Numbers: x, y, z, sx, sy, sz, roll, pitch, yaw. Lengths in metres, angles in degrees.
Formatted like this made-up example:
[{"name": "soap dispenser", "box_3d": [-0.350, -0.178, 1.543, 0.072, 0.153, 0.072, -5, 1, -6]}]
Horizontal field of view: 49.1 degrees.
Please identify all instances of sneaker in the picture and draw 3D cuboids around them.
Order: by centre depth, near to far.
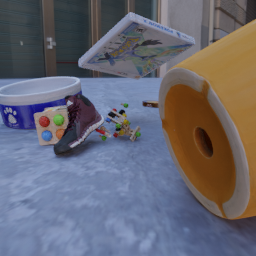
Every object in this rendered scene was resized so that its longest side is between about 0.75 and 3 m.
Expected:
[{"name": "sneaker", "box_3d": [-1.225, -0.179, 6.030, 0.636, 0.971, 1.681, -20, 16, 30]}]

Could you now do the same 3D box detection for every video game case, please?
[{"name": "video game case", "box_3d": [0.206, -2.222, 8.285, 2.397, 0.289, 2.629, 4, -18, -38]}]

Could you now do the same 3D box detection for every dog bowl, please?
[{"name": "dog bowl", "box_3d": [-2.723, -0.880, 8.882, 2.570, 1.012, 2.570, -5, 21, 2]}]

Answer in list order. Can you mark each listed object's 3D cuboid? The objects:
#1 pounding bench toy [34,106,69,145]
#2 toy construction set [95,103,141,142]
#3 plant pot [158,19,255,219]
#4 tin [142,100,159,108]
[{"name": "pounding bench toy", "box_3d": [-1.447, -0.108, 6.603, 1.203, 0.747, 0.938, -7, 12, 3]}, {"name": "toy construction set", "box_3d": [-0.151, 0.022, 6.639, 0.777, 0.844, 1.011, 23, 38, 31]}, {"name": "plant pot", "box_3d": [1.957, -0.236, 3.523, 2.663, 2.909, 2.909, -20, 17, -13]}, {"name": "tin", "box_3d": [1.183, -1.085, 12.665, 0.676, 0.253, 1.208, -17, 21, -42]}]
